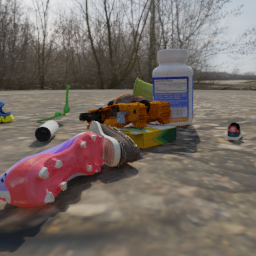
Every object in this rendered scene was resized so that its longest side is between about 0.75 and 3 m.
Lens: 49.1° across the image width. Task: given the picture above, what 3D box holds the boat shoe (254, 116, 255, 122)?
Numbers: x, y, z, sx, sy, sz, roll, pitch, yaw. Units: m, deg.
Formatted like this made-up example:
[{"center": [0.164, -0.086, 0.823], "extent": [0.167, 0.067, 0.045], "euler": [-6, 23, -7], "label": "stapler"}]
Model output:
[{"center": [5.682, -0.391, 10.070], "extent": [2.104, 0.653, 0.757], "euler": [7, 12, 33], "label": "boat shoe"}]

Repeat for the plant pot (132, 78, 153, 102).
[{"center": [1.297, -2.473, 19.735], "extent": [1.687, 1.835, 1.835], "euler": [12, 12, 8], "label": "plant pot"}]

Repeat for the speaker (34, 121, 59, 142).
[{"center": [-2.284, 0.077, 7.940], "extent": [0.453, 0.453, 1.115], "euler": [-1, 10, -4], "label": "speaker"}]

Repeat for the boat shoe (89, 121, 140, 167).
[{"center": [-0.379, 0.300, 6.034], "extent": [0.586, 0.707, 1.969], "euler": [1, 12, -24], "label": "boat shoe"}]

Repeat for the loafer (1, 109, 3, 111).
[{"center": [-6.352, -0.832, 13.176], "extent": [0.486, 0.475, 1.332], "euler": [1, 10, 9], "label": "loafer"}]

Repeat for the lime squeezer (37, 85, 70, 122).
[{"center": [-2.705, -0.694, 10.854], "extent": [0.703, 1.991, 0.376], "euler": [39, 17, -21], "label": "lime squeezer"}]

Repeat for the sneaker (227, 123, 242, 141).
[{"center": [3.091, 0.052, 8.088], "extent": [0.404, 0.456, 1.079], "euler": [4, 10, 22], "label": "sneaker"}]

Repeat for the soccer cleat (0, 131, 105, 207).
[{"center": [-1.086, 0.551, 4.462], "extent": [0.891, 0.777, 2.329], "euler": [-2, 11, 18], "label": "soccer cleat"}]

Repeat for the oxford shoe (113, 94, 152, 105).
[{"center": [0.382, -1.310, 14.824], "extent": [2.591, 0.924, 0.944], "euler": [-8, 18, -42], "label": "oxford shoe"}]

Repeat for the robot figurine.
[{"center": [-0.201, -0.318, 8.318], "extent": [1.992, 0.800, 2.748], "euler": [-8, 1, -43], "label": "robot figurine"}]

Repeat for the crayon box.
[{"center": [0.405, 0.191, 7.397], "extent": [1.598, 0.412, 1.005], "euler": [-8, 13, -44], "label": "crayon box"}]

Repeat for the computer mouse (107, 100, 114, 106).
[{"center": [0.082, -1.514, 17.218], "extent": [2.765, 0.471, 0.811], "euler": [-3, 9, -18], "label": "computer mouse"}]

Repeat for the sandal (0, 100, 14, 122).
[{"center": [-5.539, -0.626, 10.908], "extent": [1.992, 0.867, 0.792], "euler": [-5, 13, -18], "label": "sandal"}]

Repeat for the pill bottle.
[{"center": [1.638, -1.475, 10.271], "extent": [1.490, 2.659, 1.490], "euler": [-2, 9, 0], "label": "pill bottle"}]
